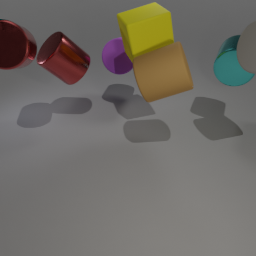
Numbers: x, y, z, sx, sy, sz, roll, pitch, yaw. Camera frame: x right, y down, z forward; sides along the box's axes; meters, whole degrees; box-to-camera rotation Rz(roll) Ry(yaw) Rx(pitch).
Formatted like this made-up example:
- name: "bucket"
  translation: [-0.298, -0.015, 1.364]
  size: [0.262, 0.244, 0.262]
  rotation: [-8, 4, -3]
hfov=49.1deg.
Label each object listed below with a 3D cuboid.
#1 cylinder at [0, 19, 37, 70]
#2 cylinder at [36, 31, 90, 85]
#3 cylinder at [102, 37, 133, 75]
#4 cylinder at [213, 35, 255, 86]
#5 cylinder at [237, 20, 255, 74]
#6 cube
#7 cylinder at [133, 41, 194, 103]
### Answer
- name: "cylinder"
  translation: [-3.661, -2.546, 8.700]
  size: [1.400, 1.400, 1.400]
  rotation: [-5, 14, -7]
- name: "cylinder"
  translation: [-2.338, -2.517, 10.216]
  size: [1.400, 1.400, 1.400]
  rotation: [-23, 51, 32]
- name: "cylinder"
  translation: [-0.247, -3.017, 11.598]
  size: [1.400, 1.400, 1.400]
  rotation: [5, 21, 8]
- name: "cylinder"
  translation: [3.882, -2.420, 10.033]
  size: [1.400, 1.400, 1.400]
  rotation: [13, 40, 19]
- name: "cylinder"
  translation: [3.971, -2.154, 7.589]
  size: [1.400, 1.400, 1.400]
  rotation: [-2, 32, -26]
- name: "cube"
  translation: [0.580, -3.056, 9.137]
  size: [1.400, 1.400, 1.400]
  rotation: [-19, 38, -4]
- name: "cylinder"
  translation: [1.033, -1.597, 8.131]
  size: [1.400, 1.400, 1.400]
  rotation: [-16, 30, 18]
